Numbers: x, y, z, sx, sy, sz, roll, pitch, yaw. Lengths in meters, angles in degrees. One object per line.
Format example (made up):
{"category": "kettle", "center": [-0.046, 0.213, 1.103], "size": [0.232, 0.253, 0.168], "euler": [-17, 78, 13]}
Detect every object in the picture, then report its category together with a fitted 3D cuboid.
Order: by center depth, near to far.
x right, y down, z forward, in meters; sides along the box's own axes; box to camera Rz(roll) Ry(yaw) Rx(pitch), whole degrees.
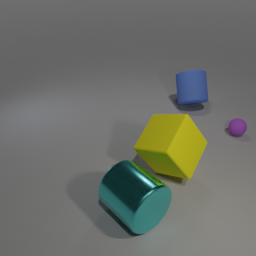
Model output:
{"category": "cylinder", "center": [0.179, 1.764, 7.340], "size": [1.400, 1.400, 1.400], "euler": [-23, 38, -34]}
{"category": "cube", "center": [1.319, 0.532, 8.620], "size": [1.400, 1.400, 1.400], "euler": [3, 54, 49]}
{"category": "ball", "center": [4.344, -0.038, 11.104], "size": [0.700, 0.700, 0.700], "euler": [0, 30, 0]}
{"category": "cylinder", "center": [2.979, -1.874, 13.069], "size": [1.400, 1.400, 1.400], "euler": [-4, -2, 0]}
